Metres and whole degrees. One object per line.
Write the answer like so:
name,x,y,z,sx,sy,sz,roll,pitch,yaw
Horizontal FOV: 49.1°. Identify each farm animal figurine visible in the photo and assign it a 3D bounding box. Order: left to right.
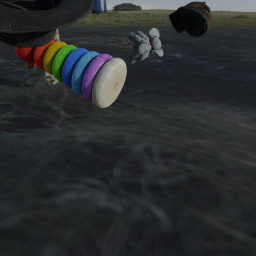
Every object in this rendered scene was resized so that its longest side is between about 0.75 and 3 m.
farm animal figurine,-2.098,-2.003,7.621,1.276,1.262,0.665,-42,29,8

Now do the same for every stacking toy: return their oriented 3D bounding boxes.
stacking toy,-1.383,-1.474,6.240,2.621,1.119,1.119,28,32,15

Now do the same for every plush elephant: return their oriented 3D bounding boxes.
plush elephant,0.652,-2.724,9.223,0.932,0.991,1.203,-6,4,-25

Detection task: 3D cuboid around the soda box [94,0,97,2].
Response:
soda box,-1.252,-4.018,7.788,0.776,0.821,2.419,14,-4,-41

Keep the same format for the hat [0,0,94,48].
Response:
hat,-1.884,-2.237,5.219,2.704,1.091,2.704,5,54,-7

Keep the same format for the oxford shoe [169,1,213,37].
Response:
oxford shoe,1.547,-2.598,6.382,0.813,0.700,1.926,-30,26,6

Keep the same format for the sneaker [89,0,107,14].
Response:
sneaker,-1.069,-4.227,8.738,0.690,0.590,1.682,-8,59,2
